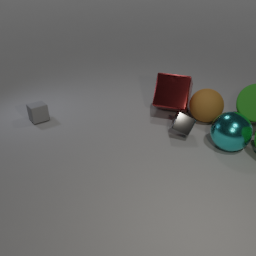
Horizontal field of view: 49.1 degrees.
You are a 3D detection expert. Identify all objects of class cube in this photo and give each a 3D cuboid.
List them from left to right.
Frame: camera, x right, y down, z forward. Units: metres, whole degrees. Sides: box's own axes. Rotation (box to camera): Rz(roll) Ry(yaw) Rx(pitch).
[{"bbox_3d":[-3.796,-0.673,11.821,0.700,0.700,0.700,-19,30,-29],"label":"cube"},{"bbox_3d":[1.954,-1.481,12.067,1.400,1.400,1.400,10,0,16],"label":"cube"},{"bbox_3d":[2.058,-0.166,10.595,0.700,0.700,0.700,26,4,0],"label":"cube"}]

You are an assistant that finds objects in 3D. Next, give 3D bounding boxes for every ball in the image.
[{"bbox_3d":[3.257,-0.939,11.644,1.400,1.400,1.400,0,30,0],"label":"ball"},{"bbox_3d":[3.613,0.121,9.825,1.400,1.400,1.400,0,30,0],"label":"ball"}]

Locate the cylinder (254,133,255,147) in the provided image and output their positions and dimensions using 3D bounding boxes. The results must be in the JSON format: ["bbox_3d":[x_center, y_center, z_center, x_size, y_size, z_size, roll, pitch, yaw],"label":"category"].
[{"bbox_3d":[5.035,0.325,8.885,1.400,1.400,1.400,2,74,-9],"label":"cylinder"}]

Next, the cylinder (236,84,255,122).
[{"bbox_3d":[4.897,-0.928,10.736,1.400,1.400,1.400,12,6,20],"label":"cylinder"}]
